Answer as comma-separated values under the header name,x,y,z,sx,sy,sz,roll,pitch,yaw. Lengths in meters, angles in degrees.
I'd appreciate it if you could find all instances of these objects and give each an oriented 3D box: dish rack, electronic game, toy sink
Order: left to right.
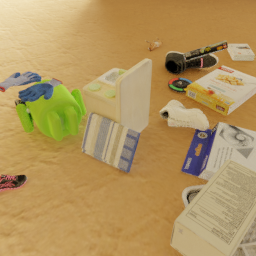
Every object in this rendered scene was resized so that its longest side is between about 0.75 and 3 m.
name,x,y,z,sx,sy,sz,roll,pitch,yaw
toy sink,-0.371,-1.009,9.868,1.612,2.877,1.875,24,46,26
electronic game,2.487,-2.029,13.136,1.213,0.252,1.213,0,40,0
dish rack,2.692,2.606,7.371,2.185,0.554,2.546,-5,40,-5

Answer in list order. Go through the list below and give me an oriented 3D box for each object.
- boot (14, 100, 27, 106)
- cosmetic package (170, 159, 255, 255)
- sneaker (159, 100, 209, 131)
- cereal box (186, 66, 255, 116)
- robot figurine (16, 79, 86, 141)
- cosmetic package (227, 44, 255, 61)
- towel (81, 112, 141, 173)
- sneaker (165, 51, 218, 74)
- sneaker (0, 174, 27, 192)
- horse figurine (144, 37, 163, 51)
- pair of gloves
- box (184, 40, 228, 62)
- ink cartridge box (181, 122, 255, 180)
name,x,y,z,sx,sy,sz,roll,pitch,yaw
boot,-4.300,-0.977,11.812,0.729,0.348,0.965,-22,45,-27
cosmetic package,2.303,2.057,6.770,1.325,1.119,2.564,31,47,31
sneaker,2.075,-0.294,10.722,1.071,0.840,2.155,-34,38,-23
cereal box,4.339,-1.794,12.579,2.960,0.585,2.130,-32,50,-33
robot figurine,-2.817,-0.767,10.547,2.511,1.656,2.862,-22,45,-23
cosmetic package,6.310,-4.270,15.725,1.114,0.382,1.477,-1,40,3
towel,-0.626,0.467,9.313,2.038,1.497,0.243,22,18,25
sneaker,3.079,-3.184,14.055,2.695,0.953,1.336,9,42,18
sneaker,-3.688,1.611,8.579,1.120,0.534,0.442,-14,40,-18
horse figurine,1.597,-5.006,16.601,1.335,0.333,0.885,-20,55,-31
pair of gloves,-2.948,-1.265,8.459,1.906,0.217,1.532,23,39,23
box,2.882,-2.879,10.549,1.531,0.305,1.048,-15,9,13
ink cartridge box,3.392,0.845,9.483,2.628,0.533,2.622,15,42,17
